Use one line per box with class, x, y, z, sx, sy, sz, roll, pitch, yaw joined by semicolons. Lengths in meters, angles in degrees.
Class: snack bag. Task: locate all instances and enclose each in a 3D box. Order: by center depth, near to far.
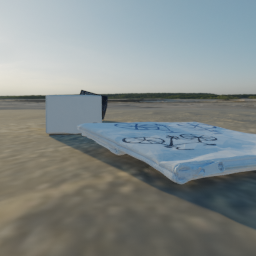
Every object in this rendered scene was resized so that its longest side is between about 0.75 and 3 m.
snack bag;0.809;0.193;3.550;2.289;0.260;2.428;-1;9;-29

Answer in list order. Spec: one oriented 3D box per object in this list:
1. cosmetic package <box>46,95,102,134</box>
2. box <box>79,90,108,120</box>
cosmetic package;-1.499;-0.394;7.320;1.257;0.883;2.479;-1;5;-16
box;-1.475;-0.957;11.756;1.155;0.717;1.164;16;-17;-1
